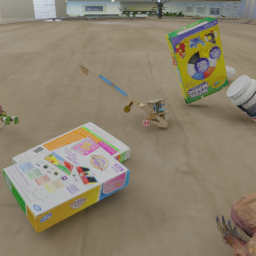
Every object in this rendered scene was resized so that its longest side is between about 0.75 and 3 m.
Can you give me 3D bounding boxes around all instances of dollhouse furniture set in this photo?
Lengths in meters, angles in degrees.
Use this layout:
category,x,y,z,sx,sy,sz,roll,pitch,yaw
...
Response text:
category,x,y,z,sx,sy,sz,roll,pitch,yaw
dollhouse furniture set,1.020,-0.554,8.217,0.529,0.532,0.755,-17,14,-31

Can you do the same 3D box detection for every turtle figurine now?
category,x,y,z,sx,sy,sz,roll,pitch,yaw
turtle figurine,-3.311,-0.143,7.388,0.776,0.576,0.801,11,69,31

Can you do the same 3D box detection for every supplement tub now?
category,x,y,z,sx,sy,sz,roll,pitch,yaw
supplement tub,3.548,-0.846,8.021,1.223,0.858,0.858,36,25,-11

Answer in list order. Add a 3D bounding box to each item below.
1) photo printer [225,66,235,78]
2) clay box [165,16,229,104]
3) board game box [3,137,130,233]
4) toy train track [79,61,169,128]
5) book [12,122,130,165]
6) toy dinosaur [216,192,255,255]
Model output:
category,x,y,z,sx,sy,sz,roll,pitch,yaw
photo printer,3.612,-2.342,11.696,1.356,0.471,1.128,-5,9,-39
clay box,2.221,-1.926,8.689,1.444,2.514,0.598,-23,31,2
board game box,-1.070,0.871,4.980,1.782,0.359,1.363,-21,39,-34
toy train track,-0.172,-0.771,7.594,2.857,0.465,1.639,35,3,-10
book,-1.152,0.646,6.048,1.400,0.503,2.095,27,36,35
toy dinosaur,1.773,1.312,4.016,1.172,0.742,1.729,-26,-1,13
